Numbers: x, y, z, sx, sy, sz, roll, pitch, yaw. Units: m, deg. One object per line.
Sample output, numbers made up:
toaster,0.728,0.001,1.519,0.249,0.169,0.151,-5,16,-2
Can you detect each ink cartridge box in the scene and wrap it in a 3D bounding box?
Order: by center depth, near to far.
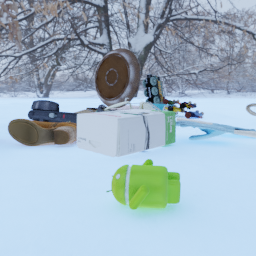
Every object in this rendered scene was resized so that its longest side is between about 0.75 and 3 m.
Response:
ink cartridge box,-0.017,0.031,6.627,1.449,0.837,1.984,7,11,43

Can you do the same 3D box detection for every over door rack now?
over door rack,0.701,-0.748,11.873,1.588,0.529,1.173,5,24,-38

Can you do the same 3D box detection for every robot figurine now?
robot figurine,0.184,0.672,3.254,0.834,0.482,0.732,2,23,8

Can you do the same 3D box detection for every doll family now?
doll family,2.647,-0.951,13.815,2.324,0.912,1.344,10,7,38

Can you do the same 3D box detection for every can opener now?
can opener,-2.305,-0.400,10.115,2.597,1.021,0.823,9,0,1

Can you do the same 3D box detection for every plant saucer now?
plant saucer,-0.672,-2.457,13.690,2.979,2.979,0.478,6,2,40

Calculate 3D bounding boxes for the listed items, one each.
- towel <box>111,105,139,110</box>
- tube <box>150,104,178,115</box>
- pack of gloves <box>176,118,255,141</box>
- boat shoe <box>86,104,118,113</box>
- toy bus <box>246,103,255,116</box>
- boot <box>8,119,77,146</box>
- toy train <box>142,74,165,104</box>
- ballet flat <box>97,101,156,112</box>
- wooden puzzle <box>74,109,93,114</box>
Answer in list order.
towel,-0.175,-1.140,16.989,2.022,0.326,1.931,-9,12,-31
tube,1.683,-1.037,15.431,2.228,0.561,0.863,8,43,45
pack of gloves,2.566,0.173,7.754,2.621,0.517,2.202,10,6,17
boat shoe,-1.141,-0.728,12.081,1.518,0.549,0.548,-6,17,12
toy bus,3.761,0.016,6.146,1.801,0.986,1.908,-30,50,-24
boot,-2.040,0.029,7.277,1.715,0.658,1.332,2,9,8
toy train,1.768,-2.364,18.481,1.030,2.418,1.378,-10,-2,44
ballet flat,0.231,-0.426,9.528,2.815,1.028,1.028,-2,8,-16
wooden puzzle,-1.474,-0.411,11.187,1.345,0.250,1.245,17,14,11
